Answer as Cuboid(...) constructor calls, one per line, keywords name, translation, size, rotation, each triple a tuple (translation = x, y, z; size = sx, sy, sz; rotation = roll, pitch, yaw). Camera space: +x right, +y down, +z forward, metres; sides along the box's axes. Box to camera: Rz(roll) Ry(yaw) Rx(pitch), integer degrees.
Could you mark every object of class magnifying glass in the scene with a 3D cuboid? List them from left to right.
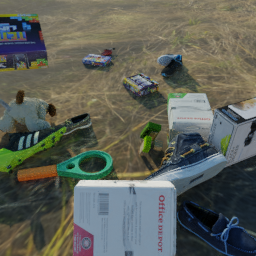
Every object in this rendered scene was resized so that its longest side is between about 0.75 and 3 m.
Cuboid(name="magnifying glass", translation=(-1.746, 1.152, 8.014), size=(2.648, 0.297, 1.054), rotation=(-9, 37, -10))

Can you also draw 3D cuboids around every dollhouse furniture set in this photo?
Cuboid(name="dollhouse furniture set", translation=(1.171, 0.561, 8.786), size=(1.517, 0.761, 0.994), rotation=(15, 56, -9))

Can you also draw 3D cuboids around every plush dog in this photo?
Cuboid(name="plush dog", translation=(-3.425, -0.620, 9.724), size=(1.873, 1.503, 1.609), rotation=(3, 13, 5))

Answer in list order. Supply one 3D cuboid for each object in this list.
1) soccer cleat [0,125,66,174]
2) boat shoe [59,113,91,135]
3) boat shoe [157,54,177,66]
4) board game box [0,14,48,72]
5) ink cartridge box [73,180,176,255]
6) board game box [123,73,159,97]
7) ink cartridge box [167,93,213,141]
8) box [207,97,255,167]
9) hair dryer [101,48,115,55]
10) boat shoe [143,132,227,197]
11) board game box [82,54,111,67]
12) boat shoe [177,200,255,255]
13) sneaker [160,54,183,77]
Cuboid(name="soccer cleat", translation=(-2.981, 0.395, 8.480), size=(0.974, 0.811, 2.402), rotation=(46, 53, 14))
Cuboid(name="boat shoe", translation=(-1.948, -0.148, 9.666), size=(1.424, 0.426, 0.509), rotation=(-20, 40, -25))
Cuboid(name="boat shoe", translation=(1.977, -3.468, 14.246), size=(1.515, 0.546, 0.537), rotation=(-15, 29, -36))
Cuboid(name="board game box", translation=(-3.548, -2.424, 7.844), size=(2.290, 0.649, 1.893), rotation=(-10, 53, -19))
Cuboid(name="ink cartridge box", translation=(-0.063, 1.860, 5.840), size=(2.015, 1.467, 0.854), rotation=(1, -1, -1))
Cuboid(name="board game box", translation=(0.546, -1.883, 12.121), size=(1.039, 0.356, 1.256), rotation=(-23, 42, -25))
Cuboid(name="ink cartridge box", translation=(2.123, -0.413, 9.710), size=(1.400, 0.793, 1.910), rotation=(2, 36, 3))
Cuboid(name="box", translation=(3.842, -0.032, 8.482), size=(2.874, 1.676, 0.864), rotation=(-15, 41, -22))
Cuboid(name="hair dryer", translation=(-1.158, -4.193, 15.480), size=(0.706, 0.252, 0.926), rotation=(0, 28, 31))
Cuboid(name="boat shoe", translation=(1.220, 0.999, 7.499), size=(2.889, 1.022, 1.311), rotation=(-15, 50, -31))
Cuboid(name="board game box", translation=(-1.607, -3.516, 14.475), size=(1.261, 0.217, 0.853), rotation=(13, 38, 17))
Cuboid(name="boat shoe", translation=(1.948, 2.239, 6.199), size=(1.860, 0.638, 0.783), rotation=(18, 40, 23))
Cuboid(name="sneaker", translation=(2.065, -2.966, 13.321), size=(0.619, 0.692, 1.690), rotation=(21, 42, 26))
